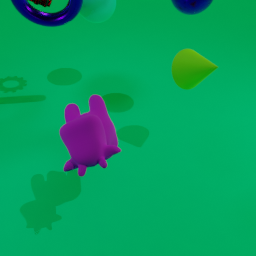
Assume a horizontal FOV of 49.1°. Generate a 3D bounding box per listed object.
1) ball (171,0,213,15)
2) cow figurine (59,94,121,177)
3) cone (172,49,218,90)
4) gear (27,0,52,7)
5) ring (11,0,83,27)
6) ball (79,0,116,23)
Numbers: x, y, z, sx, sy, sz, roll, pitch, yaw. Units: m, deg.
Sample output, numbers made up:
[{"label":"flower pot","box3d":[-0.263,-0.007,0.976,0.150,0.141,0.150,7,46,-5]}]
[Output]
[{"label":"ball","box3d":[1.503,-3.198,6.507,1.062,1.062,1.062,0,44,0]},{"label":"cow figurine","box3d":[-0.592,0.227,4.872,0.934,1.701,1.674,-20,54,3]},{"label":"cone","box3d":[1.598,-1.292,6.071,0.927,0.927,0.930,-25,19,-24]},{"label":"gear","box3d":[-2.626,-3.665,7.639,1.075,0.199,1.075,25,27,-14]},{"label":"ring","box3d":[-1.958,-3.210,6.728,1.757,1.757,0.351,-4,57,-4]},{"label":"ball","box3d":[-0.948,-3.760,8.329,1.193,1.193,1.193,0,44,0]}]
